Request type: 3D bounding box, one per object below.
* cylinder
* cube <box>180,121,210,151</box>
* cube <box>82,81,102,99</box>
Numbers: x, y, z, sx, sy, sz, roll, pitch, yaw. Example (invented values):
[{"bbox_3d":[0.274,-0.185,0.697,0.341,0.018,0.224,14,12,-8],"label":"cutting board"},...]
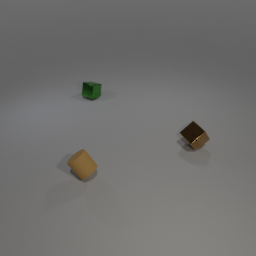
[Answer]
[{"bbox_3d":[-1.462,1.158,8.972,0.700,0.700,0.700,-33,17,11],"label":"cylinder"},{"bbox_3d":[2.489,0.296,10.432,0.700,0.700,0.700,-42,52,5],"label":"cube"},{"bbox_3d":[-1.850,-1.943,14.260,0.700,0.700,0.700,18,20,27],"label":"cube"}]
